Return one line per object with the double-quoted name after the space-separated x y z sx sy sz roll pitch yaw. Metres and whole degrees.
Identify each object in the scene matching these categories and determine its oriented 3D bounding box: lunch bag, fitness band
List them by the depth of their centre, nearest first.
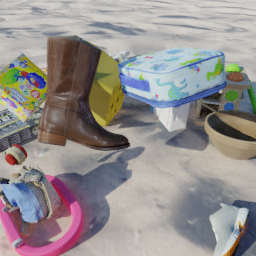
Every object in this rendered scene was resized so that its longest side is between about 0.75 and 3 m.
-2.423 2.309 7.745 1.967 0.513 2.739 -23 42 -29 "fitness band"
1.068 -1.452 7.762 2.227 1.142 2.770 -20 24 -22 "lunch bag"

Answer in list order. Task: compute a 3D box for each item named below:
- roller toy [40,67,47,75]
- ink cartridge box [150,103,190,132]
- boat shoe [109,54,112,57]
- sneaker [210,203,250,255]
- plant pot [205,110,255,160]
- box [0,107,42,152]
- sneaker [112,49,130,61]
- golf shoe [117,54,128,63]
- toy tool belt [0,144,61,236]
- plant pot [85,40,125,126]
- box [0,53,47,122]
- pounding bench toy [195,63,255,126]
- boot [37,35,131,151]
-4.163 -2.658 14.484 1.178 0.823 1.075 26 43 31 "roller toy"
1.678 -0.971 11.596 0.818 1.395 1.905 -11 37 -20 "ink cartridge box"
-1.386 -3.251 15.360 0.925 0.972 2.700 4 45 4 "boat shoe"
2.440 2.664 7.197 0.882 0.726 1.918 15 30 31 "sneaker"
3.885 0.344 9.886 2.418 1.116 2.418 1 30 -1 "plant pot"
-4.477 -0.174 11.179 2.417 0.594 1.949 -29 43 -34 "box"
-0.357 -4.205 17.026 1.539 0.581 0.885 -28 52 -22 "sneaker"
0.099 -3.178 15.355 1.271 1.024 2.615 6 38 -22 "golf shoe"
-2.817 1.656 7.375 1.347 2.157 1.325 -8 28 38 "toy tool belt"
-1.484 -1.624 11.675 2.399 2.719 2.719 23 40 10 "plant pot"
-3.270 -1.230 8.732 1.457 0.889 1.404 42 56 -14 "box"
4.327 -1.405 11.474 2.876 2.243 1.787 6 36 9 "pounding bench toy"
-0.944 -0.914 7.512 2.707 2.904 0.933 7 3 -28 "boot"
